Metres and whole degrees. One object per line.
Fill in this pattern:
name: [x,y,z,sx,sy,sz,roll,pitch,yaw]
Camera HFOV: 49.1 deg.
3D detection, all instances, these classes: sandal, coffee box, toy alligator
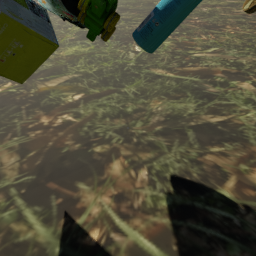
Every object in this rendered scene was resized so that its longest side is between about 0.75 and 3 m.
sandal: [4.204,-3.700,7.461,2.206,0.596,0.886,-31,29,28]
coffee box: [-2.742,-2.174,6.413,1.477,1.475,1.460,21,38,-52]
toy alligator: [-0.419,-2.212,4.990,0.709,0.649,2.392,36,-11,-7]

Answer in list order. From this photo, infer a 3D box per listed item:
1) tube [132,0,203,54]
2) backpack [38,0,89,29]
tube: [1.304,-3.080,6.627,0.754,2.991,1.158,12,48,-41]
backpack: [-1.451,-3.965,7.598,1.820,2.146,2.418,21,10,22]
